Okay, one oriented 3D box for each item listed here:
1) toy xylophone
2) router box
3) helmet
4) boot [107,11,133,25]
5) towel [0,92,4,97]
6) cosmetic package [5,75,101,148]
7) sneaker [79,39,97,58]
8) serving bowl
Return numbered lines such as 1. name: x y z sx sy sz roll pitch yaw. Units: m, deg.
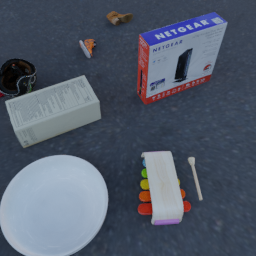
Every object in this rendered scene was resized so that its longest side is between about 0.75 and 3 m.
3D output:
1. toy xylophone: 1.195 1.628 8.285 1.758 0.603 2.400 4 53 -2
2. router box: 1.791 -2.402 9.977 2.956 2.653 0.722 -22 56 -15
3. helmet: -4.095 -1.763 10.355 1.366 1.302 1.366 23 37 -19
4. boot: -0.406 -5.416 13.636 1.130 0.433 0.877 -33 56 -13
5. towel: -5.949 -1.266 10.652 2.095 0.236 1.515 -34 60 -22
6. cosmetic package: -2.525 -0.613 9.671 2.851 1.042 1.476 -20 56 -15
7. sneaker: -1.637 -3.533 12.175 0.656 0.454 1.172 -21 56 -13
8. serving bowl: -1.929 2.166 7.697 2.819 0.927 2.819 0 54 0
